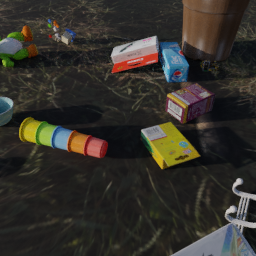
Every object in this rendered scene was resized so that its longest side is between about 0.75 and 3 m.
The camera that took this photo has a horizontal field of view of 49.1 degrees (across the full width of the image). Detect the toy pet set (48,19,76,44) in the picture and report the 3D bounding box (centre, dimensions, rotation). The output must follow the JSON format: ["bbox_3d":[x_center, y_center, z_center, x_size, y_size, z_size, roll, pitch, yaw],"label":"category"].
[{"bbox_3d":[-3.119,-4.632,13.319,1.152,1.234,0.655,32,66,-2],"label":"toy pet set"}]

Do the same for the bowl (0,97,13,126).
[{"bbox_3d":[-4.016,-0.442,8.596,1.068,0.559,1.068,1,39,0],"label":"bowl"}]

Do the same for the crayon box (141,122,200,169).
[{"bbox_3d":[1.099,0.509,7.546,0.974,0.390,1.535,-14,40,-17],"label":"crayon box"}]

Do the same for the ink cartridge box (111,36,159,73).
[{"bbox_3d":[0.266,-3.034,11.490,1.960,0.427,1.701,-11,36,15],"label":"ink cartridge box"}]

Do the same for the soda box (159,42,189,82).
[{"bbox_3d":[1.797,-2.696,11.263,0.760,0.719,2.242,-2,40,-3],"label":"soda box"}]

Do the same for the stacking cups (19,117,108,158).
[{"bbox_3d":[-1.746,0.344,7.591,2.367,0.716,0.716,16,41,14],"label":"stacking cups"}]

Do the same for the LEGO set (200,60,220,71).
[{"bbox_3d":[3.329,-2.613,11.370,0.782,0.453,0.601,8,40,10],"label":"LEGO set"}]

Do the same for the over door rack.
[{"bbox_3d":[3.155,2.009,5.370,2.454,0.817,1.813,18,43,21],"label":"over door rack"}]

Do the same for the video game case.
[{"bbox_3d":[1.583,2.774,4.438,1.804,0.218,1.979,-18,59,-21],"label":"video game case"}]

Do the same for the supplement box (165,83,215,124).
[{"bbox_3d":[1.978,-0.810,8.951,1.313,0.678,0.859,-22,44,-25],"label":"supplement box"}]

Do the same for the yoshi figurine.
[{"bbox_3d":[-5.264,-3.342,11.490,2.813,1.575,1.581,-18,49,-16],"label":"yoshi figurine"}]

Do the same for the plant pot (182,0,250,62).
[{"bbox_3d":[3.529,-4.497,11.833,2.844,2.816,2.844,0,38,0],"label":"plant pot"}]
